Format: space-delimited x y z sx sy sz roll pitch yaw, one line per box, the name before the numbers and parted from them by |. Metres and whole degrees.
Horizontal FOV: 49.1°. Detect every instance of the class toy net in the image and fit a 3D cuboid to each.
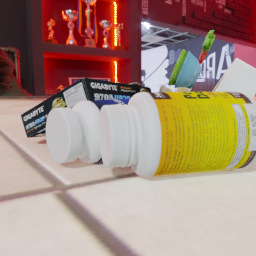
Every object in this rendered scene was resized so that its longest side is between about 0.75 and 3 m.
toy net | 1.406 -1.227 6.934 0.537 1.460 2.783 22 -13 8

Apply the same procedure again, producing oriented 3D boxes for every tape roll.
tape roll | 1.955 -0.504 5.727 0.623 1.782 1.782 33 15 9

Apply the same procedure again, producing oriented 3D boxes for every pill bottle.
pill bottle | -0.394 0.034 4.771 1.785 1.033 1.033 -8 11 -38
pill bottle | 0.707 0.070 3.965 2.131 1.164 1.164 -2 8 -16

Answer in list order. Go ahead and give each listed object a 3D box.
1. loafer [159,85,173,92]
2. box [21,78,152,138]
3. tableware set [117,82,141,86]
loafer | 1.039 -0.326 6.154 0.753 0.835 2.206 17 -3 16
box | -0.795 -0.405 6.496 1.991 0.576 2.505 -22 -9 34
tableware set | -0.254 -0.918 6.937 1.049 0.122 0.876 -3 -17 -45
